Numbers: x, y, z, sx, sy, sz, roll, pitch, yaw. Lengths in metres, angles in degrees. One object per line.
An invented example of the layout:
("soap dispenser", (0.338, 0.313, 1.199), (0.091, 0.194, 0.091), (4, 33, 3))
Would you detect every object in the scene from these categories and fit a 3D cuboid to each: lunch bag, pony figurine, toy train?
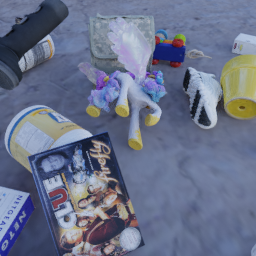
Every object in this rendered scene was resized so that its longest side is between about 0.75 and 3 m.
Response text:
("lunch bag", (-0.216, -2.419, 9.095), (2.007, 2.448, 1.439), (-2, 41, -4))
("pony figurine", (-0.070, -1.212, 7.968), (2.786, 2.403, 2.886), (38, 42, -15))
("toy train", (2.022, -3.171, 10.957), (2.515, 1.064, 1.455), (10, 45, 12))

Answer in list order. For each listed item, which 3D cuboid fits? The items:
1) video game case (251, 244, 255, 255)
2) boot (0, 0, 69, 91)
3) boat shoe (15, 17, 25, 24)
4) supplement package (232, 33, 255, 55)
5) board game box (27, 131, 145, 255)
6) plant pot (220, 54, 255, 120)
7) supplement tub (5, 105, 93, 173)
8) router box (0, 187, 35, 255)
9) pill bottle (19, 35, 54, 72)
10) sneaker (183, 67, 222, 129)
("video game case", (3.228, 3.073, 4.230), (2.371, 0.539, 2.149), (9, 42, 10))
("boot", (-2.431, -2.201, 6.981), (2.236, 0.891, 2.713), (20, 59, 42))
("boat shoe", (-5.155, -5.356, 14.028), (1.090, 0.400, 0.406), (3, 41, 3))
("supplement package", (5.021, -3.434, 11.674), (1.050, 0.582, 0.818), (24, 46, 26))
("board game box", (-0.764, 1.367, 5.209), (1.537, 0.392, 2.268), (-18, 88, -19))
("plant pot", (3.527, -1.122, 8.429), (1.581, 1.581, 1.488), (14, 59, 15))
("supplement tub", (-1.657, 0.498, 6.468), (2.050, 1.483, 1.483), (29, 49, 29))
("router box", (-3.265, 2.084, 5.359), (2.019, 0.549, 2.249), (9, 42, 10))
("pill bottle", (-3.934, -2.828, 10.459), (1.261, 1.261, 2.167), (25, 46, 26))
("sneaker", (2.448, -1.005, 8.672), (1.096, 1.016, 2.704), (7, 42, -5))
